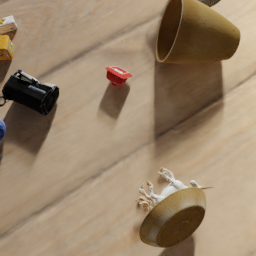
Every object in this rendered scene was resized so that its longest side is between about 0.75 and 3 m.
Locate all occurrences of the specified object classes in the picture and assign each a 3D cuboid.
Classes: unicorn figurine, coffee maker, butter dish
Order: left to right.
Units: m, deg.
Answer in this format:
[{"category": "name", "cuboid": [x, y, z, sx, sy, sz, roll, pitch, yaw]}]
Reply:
[{"category": "coffee maker", "cuboid": [-3.163, -0.999, 9.048, 1.463, 0.985, 1.405, 24, 83, 10]}, {"category": "butter dish", "cuboid": [-0.389, -1.705, 9.503, 0.809, 0.598, 0.807, 32, 27, 15]}, {"category": "unicorn figurine", "cuboid": [1.232, 1.783, 8.059, 1.922, 0.710, 1.320, -41, 83, 0]}]

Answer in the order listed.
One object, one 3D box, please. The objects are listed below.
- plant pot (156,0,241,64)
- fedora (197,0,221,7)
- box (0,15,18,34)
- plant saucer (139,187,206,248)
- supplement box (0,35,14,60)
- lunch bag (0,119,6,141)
[{"category": "plant pot", "cuboid": [2.408, -3.053, 9.385, 2.367, 2.206, 2.206, 10, 67, -13]}, {"category": "fedora", "cuboid": [2.337, -5.404, 10.578, 2.586, 1.320, 2.924, -22, 74, -7]}, {"category": "box", "cuboid": [-5.080, -3.637, 10.368, 1.878, 0.389, 0.363, -23, 69, -8]}, {"category": "plant saucer", "cuboid": [1.250, 2.371, 7.058, 2.033, 2.033, 0.360, -29, 42, -11]}, {"category": "supplement box", "cuboid": [-5.080, -2.791, 9.890, 1.886, 0.628, 0.649, -6, 68, -2]}, {"category": "lunch bag", "cuboid": [-4.473, 0.249, 8.255, 1.671, 1.106, 1.135, -46, 111, -7]}]
